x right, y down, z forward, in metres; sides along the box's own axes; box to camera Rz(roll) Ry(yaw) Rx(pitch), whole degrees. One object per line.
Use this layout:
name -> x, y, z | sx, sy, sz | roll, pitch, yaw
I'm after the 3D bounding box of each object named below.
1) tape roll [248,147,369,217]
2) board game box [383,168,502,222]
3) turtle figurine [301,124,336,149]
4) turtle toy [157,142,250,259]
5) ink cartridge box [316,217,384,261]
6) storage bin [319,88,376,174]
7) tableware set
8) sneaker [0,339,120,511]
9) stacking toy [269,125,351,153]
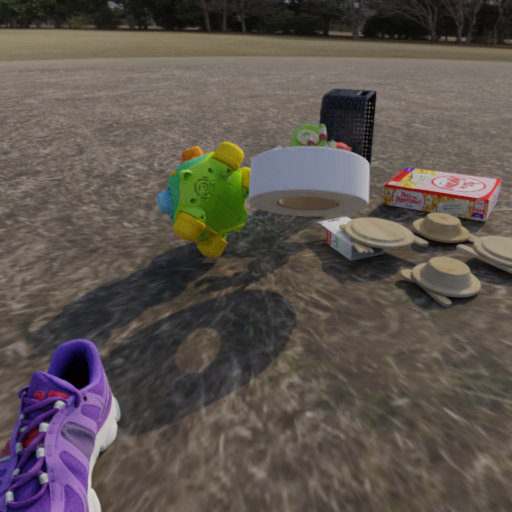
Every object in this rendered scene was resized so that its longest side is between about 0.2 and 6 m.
tape roll -> 0.790, -1.057, 8.338 | 1.797, 0.629, 1.797 | 3, -8, 0
board game box -> 4.015, -1.362, 12.051 | 2.119, 0.491, 1.605 | 13, 27, 27
turtle figurine -> 1.057, -1.925, 9.903 | 0.921, 0.663, 0.893 | 5, 56, -28
turtle toy -> -0.803, -0.916, 9.340 | 1.164, 1.678, 2.302 | 26, -8, 24
ink cartridge box -> 1.651, -0.327, 9.996 | 0.678, 0.313, 1.244 | -11, 25, -21
storage bin -> 2.077, -2.643, 12.852 | 1.017, 2.170, 1.467 | 8, 26, 18
tableware set -> 3.145, -0.137, 9.460 | 3.115, 0.361, 2.602 | -9, 29, -28
sneaker -> -1.825, 1.631, 4.701 | 1.054, 1.091, 2.614 | -2, 25, -5
stacking toy -> 0.921, -1.877, 10.742 | 1.663, 0.702, 1.505 | -32, 70, -2
